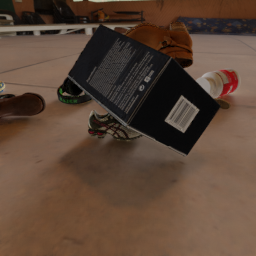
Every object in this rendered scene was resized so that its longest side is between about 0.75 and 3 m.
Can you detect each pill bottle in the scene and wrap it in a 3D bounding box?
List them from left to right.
[{"bbox_3d":[3.967,-1.967,12.527,2.099,1.178,1.178,-18,29,-35],"label":"pill bottle"}]

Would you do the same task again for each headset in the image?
[{"bbox_3d":[-2.075,-2.047,12.586,1.703,1.295,2.757,8,36,17],"label":"headset"}]

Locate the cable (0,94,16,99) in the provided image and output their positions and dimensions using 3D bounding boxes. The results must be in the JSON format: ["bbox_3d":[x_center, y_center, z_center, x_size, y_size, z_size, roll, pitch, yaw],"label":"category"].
[{"bbox_3d":[-5.511,-0.984,10.782,1.416,0.733,2.915,19,30,36],"label":"cable"}]

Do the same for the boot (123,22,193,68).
[{"bbox_3d":[0.899,-2.544,9.009,2.343,0.863,1.813,-11,55,10],"label":"boot"}]

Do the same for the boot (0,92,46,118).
[{"bbox_3d":[-4.448,-0.418,9.242,2.514,0.866,2.697,-6,16,24],"label":"boot"}]

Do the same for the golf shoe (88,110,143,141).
[{"bbox_3d":[-0.349,-0.073,8.599,1.814,0.799,0.700,5,22,3],"label":"golf shoe"}]

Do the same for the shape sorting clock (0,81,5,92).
[{"bbox_3d":[-7.165,-1.853,13.126,2.609,0.512,2.609,0,23,0],"label":"shape sorting clock"}]

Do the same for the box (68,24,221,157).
[{"bbox_3d":[0.434,-0.942,7.324,2.795,1.732,2.748,26,9,-48],"label":"box"}]

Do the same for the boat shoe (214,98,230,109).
[{"bbox_3d":[3.828,-1.029,11.395,0.381,0.382,1.060,-11,19,-21],"label":"boat shoe"}]
